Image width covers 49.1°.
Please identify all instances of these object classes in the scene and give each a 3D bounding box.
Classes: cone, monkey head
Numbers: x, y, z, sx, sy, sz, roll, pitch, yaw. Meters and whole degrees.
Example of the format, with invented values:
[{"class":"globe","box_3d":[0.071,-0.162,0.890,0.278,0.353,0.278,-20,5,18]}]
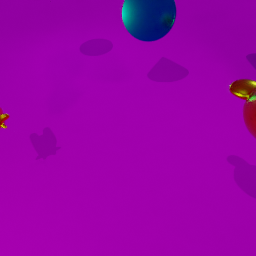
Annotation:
[{"class":"cone","box_3d":[0.581,-3.288,7.932,1.426,1.426,1.431,2,26,2]},{"class":"monkey head","box_3d":[2.117,-0.202,3.442,1.237,1.036,1.719,-38,32,-5]}]

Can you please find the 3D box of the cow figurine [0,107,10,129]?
[{"class":"cow figurine","box_3d":[-2.941,-0.443,5.376,0.695,1.267,1.246,-38,82,-4]}]
